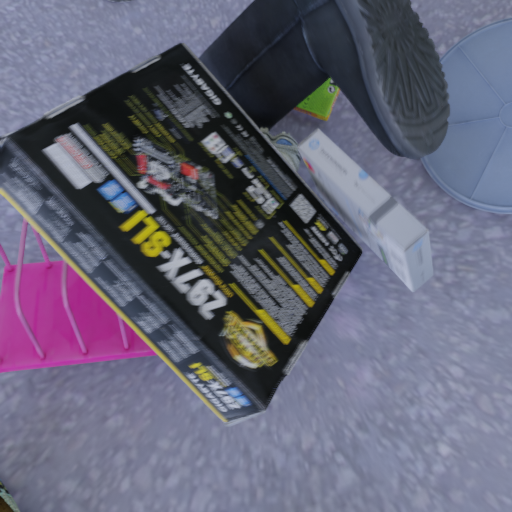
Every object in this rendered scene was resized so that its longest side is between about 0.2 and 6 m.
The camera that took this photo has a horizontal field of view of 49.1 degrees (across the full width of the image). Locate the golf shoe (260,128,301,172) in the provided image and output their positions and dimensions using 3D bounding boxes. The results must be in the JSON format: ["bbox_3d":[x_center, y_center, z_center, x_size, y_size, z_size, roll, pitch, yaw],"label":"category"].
[{"bbox_3d":[-0.521,-1.402,8.962,2.401,0.940,1.167,5,68,22],"label":"golf shoe"}]

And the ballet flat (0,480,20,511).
[{"bbox_3d":[-3.083,3.637,6.819,2.687,0.997,0.997,38,70,16],"label":"ballet flat"}]

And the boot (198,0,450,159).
[{"bbox_3d":[0.753,-2.518,8.425,1.249,3.806,3.137,-24,95,-32],"label":"boot"}]

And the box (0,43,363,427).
[{"bbox_3d":[-0.692,-0.457,7.097,3.977,0.981,3.176,47,48,-8],"label":"box"}]

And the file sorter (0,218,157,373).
[{"bbox_3d":[-2.442,0.365,7.700,2.460,1.543,1.709,-5,54,-8],"label":"file sorter"}]

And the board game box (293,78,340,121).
[{"bbox_3d":[0.416,-3.436,10.377,2.396,0.359,1.144,23,89,9],"label":"board game box"}]

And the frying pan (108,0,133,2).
[{"bbox_3d":[-3.240,-6.076,11.918,2.158,0.351,1.306,25,66,8],"label":"frying pan"}]

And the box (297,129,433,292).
[{"bbox_3d":[1.605,-0.621,8.118,0.457,1.730,2.219,-41,61,0],"label":"box"}]

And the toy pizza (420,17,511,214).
[{"bbox_3d":[4.229,-2.270,9.184,3.172,0.503,3.172,1,92,27],"label":"toy pizza"}]
